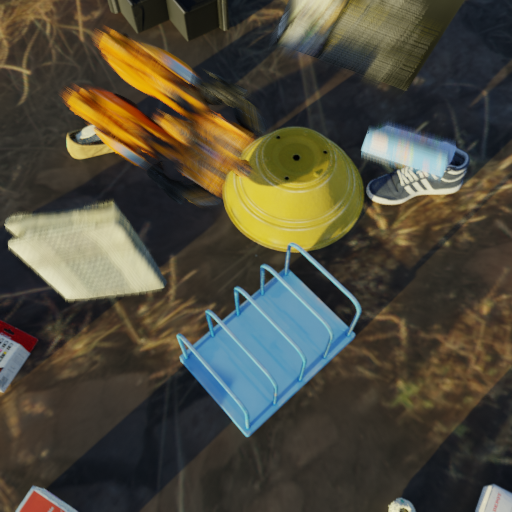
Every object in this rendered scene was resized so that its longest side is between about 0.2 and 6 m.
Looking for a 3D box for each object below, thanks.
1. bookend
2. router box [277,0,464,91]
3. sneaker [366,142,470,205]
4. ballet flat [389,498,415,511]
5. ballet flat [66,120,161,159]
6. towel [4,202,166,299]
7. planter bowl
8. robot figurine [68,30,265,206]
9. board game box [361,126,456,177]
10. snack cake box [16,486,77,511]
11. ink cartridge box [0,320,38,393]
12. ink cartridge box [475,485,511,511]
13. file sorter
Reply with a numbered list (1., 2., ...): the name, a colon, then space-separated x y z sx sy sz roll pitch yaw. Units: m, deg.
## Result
1. bookend: -2.279 -6.424 14.228 2.339 1.078 2.325 -29 67 -13
2. router box: 1.997 -4.356 10.013 2.734 2.040 0.698 16 49 -12
3. sneaker: 3.442 -1.750 11.843 2.138 1.160 0.749 -9 64 -4
4. ballet flat: 2.451 4.775 8.939 0.603 0.603 1.681 -7 64 -4
5. ballet flat: -3.157 -2.730 12.592 2.222 0.700 0.762 -20 64 -10
6. towel: -2.699 0.028 8.942 1.982 2.059 0.356 -6 50 16
7. planter bowl: 0.812 -1.740 11.778 3.107 1.294 3.107 0 63 0
8. robot figurine: -1.428 -2.212 9.332 3.097 0.901 2.245 33 104 1
9. board game box: 2.771 -1.909 9.991 1.391 0.337 1.839 22 23 16
10. snack cake box: -3.633 4.735 8.937 0.978 0.571 1.700 26 66 14
11. ink cartridge box: -4.995 1.711 10.458 1.310 0.549 1.150 23 65 12
12. ink cartridge box: 4.208 4.422 9.135 1.173 0.494 0.848 26 66 12
13. file sorter: 0.215 1.403 9.975 2.784 1.708 1.932 -39 69 -17
